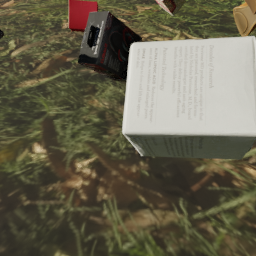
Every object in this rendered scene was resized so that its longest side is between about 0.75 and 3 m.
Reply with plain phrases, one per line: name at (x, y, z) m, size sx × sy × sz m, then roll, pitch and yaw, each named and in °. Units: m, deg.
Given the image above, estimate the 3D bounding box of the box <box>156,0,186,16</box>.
box at (1.203, -4.075, 8.610) m, size 0.715 × 0.609 × 1.118 m, roll 48°, pitch 17°, yaw 22°

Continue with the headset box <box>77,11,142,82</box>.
headset box at (-0.479, -2.084, 7.339) m, size 0.673 × 1.334 × 1.795 m, roll 13°, pitch -1°, yaw 34°

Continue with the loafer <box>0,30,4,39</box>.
loafer at (-3.426, -2.095, 6.051) m, size 1.465 × 0.527 × 0.461 m, roll 11°, pitch 19°, yaw 5°

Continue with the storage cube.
storage cube at (-1.460, -3.665, 9.289) m, size 0.914 × 1.017 × 0.869 m, roll 3°, pitch 14°, yaw -5°

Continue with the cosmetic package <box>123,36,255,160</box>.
cosmetic package at (1.038, -0.394, 4.691) m, size 1.881 × 1.551 × 1.552 m, roll 1°, pitch 72°, yaw 13°

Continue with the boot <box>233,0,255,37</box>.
boot at (3.437, -2.923, 6.505) m, size 1.608 × 0.766 × 2.078 m, roll -24°, pitch -2°, yaw 6°
